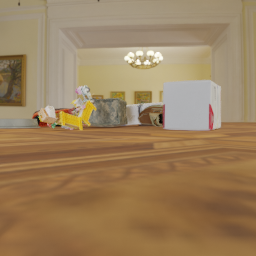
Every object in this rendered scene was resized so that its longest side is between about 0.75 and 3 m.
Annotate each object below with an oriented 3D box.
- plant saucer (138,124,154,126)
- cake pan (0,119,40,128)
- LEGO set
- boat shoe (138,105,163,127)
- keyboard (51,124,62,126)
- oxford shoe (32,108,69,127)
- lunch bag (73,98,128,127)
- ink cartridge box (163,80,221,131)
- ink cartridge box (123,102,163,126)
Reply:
[{"bbox_3d":[1.068,-0.184,15.498,1.011,0.174,1.011,1,2,0],"label":"plant saucer"},{"bbox_3d":[-4.841,-0.199,11.891,2.143,0.393,2.143,0,2,0],"label":"cake pan"},{"bbox_3d":[-2.027,-0.396,9.221,1.017,1.257,2.734,-17,16,30],"label":"LEGO set"},{"bbox_3d":[1.375,-0.501,12.278,2.321,0.878,0.857,-11,31,39],"label":"boat shoe"},{"bbox_3d":[-3.188,-0.159,14.660,1.632,0.168,1.037,-2,-4,-36],"label":"keyboard"},{"bbox_3d":[-3.358,-0.673,13.931,2.670,0.950,0.968,0,28,-16],"label":"oxford shoe"},{"bbox_3d":[-1.295,-0.688,12.702,2.295,1.349,1.882,-3,-1,11],"label":"lunch bag"},{"bbox_3d":[2.273,-0.732,9.646,1.556,1.563,2.151,1,2,27],"label":"ink cartridge box"},{"bbox_3d":[0.638,-0.775,15.156,2.494,1.044,1.810,-4,6,9],"label":"ink cartridge box"}]
